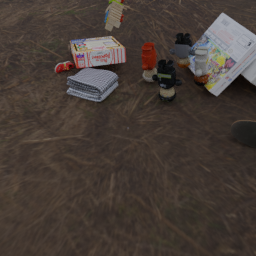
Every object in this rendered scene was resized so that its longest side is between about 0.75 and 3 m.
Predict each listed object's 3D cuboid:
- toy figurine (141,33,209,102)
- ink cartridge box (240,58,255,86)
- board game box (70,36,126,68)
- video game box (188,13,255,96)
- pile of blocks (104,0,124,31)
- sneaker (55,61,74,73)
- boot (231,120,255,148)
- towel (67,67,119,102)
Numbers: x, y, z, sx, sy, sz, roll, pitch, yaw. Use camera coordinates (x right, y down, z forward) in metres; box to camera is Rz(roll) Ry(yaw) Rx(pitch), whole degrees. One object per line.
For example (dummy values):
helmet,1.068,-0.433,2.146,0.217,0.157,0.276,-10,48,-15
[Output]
toy figurine,1.872,-2.414,11.107,2.423,1.712,2.461,-21,43,-11
ink cartridge box,5.039,-2.634,11.615,1.540,0.891,2.651,18,31,-32
board game box,-1.467,-3.572,12.888,2.164,0.661,2.857,-9,29,-10
video game box,3.777,-3.064,11.535,0.656,2.551,2.801,27,27,-36
pile of blocks,-0.465,-4.377,10.653,0.585,0.773,1.884,19,71,-26
sneaker,-2.851,-2.739,12.632,0.410,0.372,0.967,34,52,27
boot,4.459,0.142,9.148,2.316,0.852,0.874,11,27,3
towel,-1.444,-1.840,11.306,1.742,0.745,1.442,17,43,19
